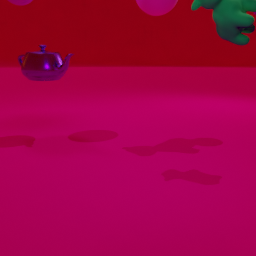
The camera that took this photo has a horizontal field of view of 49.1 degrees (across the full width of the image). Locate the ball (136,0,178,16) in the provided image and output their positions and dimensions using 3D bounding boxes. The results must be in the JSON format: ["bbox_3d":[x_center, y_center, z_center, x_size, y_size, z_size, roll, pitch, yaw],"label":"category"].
[{"bbox_3d":[0.777,-3.638,7.472,1.199,1.199,1.199,0,13,0],"label":"ball"}]

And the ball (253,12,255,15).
[{"bbox_3d":[3.409,-3.120,6.897,0.728,0.728,0.728,0,13,0],"label":"ball"}]

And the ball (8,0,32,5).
[{"bbox_3d":[-3.178,-4.102,8.110,1.012,1.012,1.012,0,13,0],"label":"ball"}]

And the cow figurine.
[{"bbox_3d":[2.209,-2.714,6.552,1.558,0.869,1.584,23,-13,21],"label":"cow figurine"}]

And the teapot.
[{"bbox_3d":[-2.013,-1.591,6.829,1.714,0.839,1.066,9,18,23],"label":"teapot"}]
